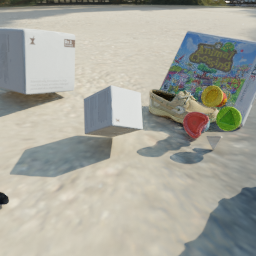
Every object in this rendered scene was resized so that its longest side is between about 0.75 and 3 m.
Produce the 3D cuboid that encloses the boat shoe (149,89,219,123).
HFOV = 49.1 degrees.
[{"bbox_3d":[1.374,-0.599,7.232,2.041,0.663,0.736,18,36,40],"label":"boat shoe"}]

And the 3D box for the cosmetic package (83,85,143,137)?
[{"bbox_3d":[-0.341,-0.312,6.065,0.844,0.849,1.015,8,-16,-41],"label":"cosmetic package"}]

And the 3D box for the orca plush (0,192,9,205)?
[{"bbox_3d":[-2.289,1.045,4.632,0.775,0.276,0.408,13,16,35],"label":"orca plush"}]

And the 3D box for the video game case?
[{"bbox_3d":[2.319,-1.465,7.675,2.517,2.291,0.278,22,-7,30],"label":"video game case"}]

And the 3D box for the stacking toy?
[{"bbox_3d":[1.957,-0.197,6.324,0.516,1.222,1.106,5,37,-52],"label":"stacking toy"}]

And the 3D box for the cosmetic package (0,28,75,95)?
[{"bbox_3d":[-2.974,-2.089,8.613,2.131,1.759,1.757,17,20,37],"label":"cosmetic package"}]
